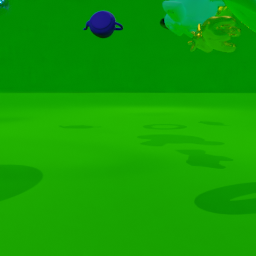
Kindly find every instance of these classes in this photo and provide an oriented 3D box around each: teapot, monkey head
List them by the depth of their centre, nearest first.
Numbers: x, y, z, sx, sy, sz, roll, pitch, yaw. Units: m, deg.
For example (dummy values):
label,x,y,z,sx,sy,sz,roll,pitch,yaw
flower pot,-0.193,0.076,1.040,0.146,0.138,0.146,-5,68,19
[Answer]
label,x,y,z,sx,sy,sz,roll,pitch,yaw
monkey head,1.403,-2.890,6.577,1.916,1.155,1.379,22,1,33
teapot,-0.806,-3.140,8.639,1.342,0.834,0.657,5,-15,9
teapot,3.306,-4.051,9.638,0.690,0.876,1.410,22,-3,-18

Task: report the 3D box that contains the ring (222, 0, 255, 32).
label,x,y,z,sx,sy,sz,roll,pitch,yaw
ring,1.611,-1.505,3.356,1.273,1.273,0.255,-5,-30,-30

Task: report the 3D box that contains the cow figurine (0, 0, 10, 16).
label,x,y,z,sx,sy,sz,roll,pitch,yaw
cow figurine,-3.694,-3.509,6.947,1.555,1.530,0.854,19,36,-30

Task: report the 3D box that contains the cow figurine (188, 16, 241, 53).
label,x,y,z,sx,sy,sz,roll,pitch,yaw
cow figurine,1.412,-1.604,4.834,0.957,0.534,0.973,19,4,32

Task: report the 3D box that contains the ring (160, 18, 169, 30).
label,x,y,z,sx,sy,sz,roll,pitch,yaw
ring,1.577,-3.159,8.650,1.218,0.244,1.218,11,13,-3
